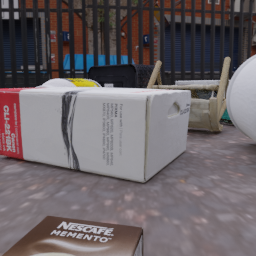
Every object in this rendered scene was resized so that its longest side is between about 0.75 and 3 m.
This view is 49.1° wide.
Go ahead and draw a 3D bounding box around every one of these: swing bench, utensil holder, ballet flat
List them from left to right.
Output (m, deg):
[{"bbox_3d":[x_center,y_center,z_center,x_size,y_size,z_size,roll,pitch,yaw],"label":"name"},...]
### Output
[{"bbox_3d":[1.591,-0.814,7.960,2.258,1.472,2.270,6,42,27],"label":"swing bench"},{"bbox_3d":[3.059,-0.462,9.022,0.804,0.804,2.165,-6,16,-30],"label":"ballet flat"},{"bbox_3d":[2.914,-0.406,4.773,1.999,1.999,2.352,2,12,9],"label":"utensil holder"}]

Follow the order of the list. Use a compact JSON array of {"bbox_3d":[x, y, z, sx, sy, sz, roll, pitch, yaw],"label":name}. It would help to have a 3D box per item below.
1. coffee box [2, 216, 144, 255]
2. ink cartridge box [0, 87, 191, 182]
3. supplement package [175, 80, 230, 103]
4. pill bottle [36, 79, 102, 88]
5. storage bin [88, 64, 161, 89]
[{"bbox_3d":[-0.375,0.900,1.240,0.679,0.473,1.188,2,10,14],"label":"coffee box"},{"bbox_3d":[-0.544,-0.112,5.038,2.888,1.209,2.084,5,11,27],"label":"ink cartridge box"},{"bbox_3d":[3.420,-1.231,11.265,2.471,1.370,1.924,-9,13,-40],"label":"supplement package"},{"bbox_3d":[-1.648,-0.672,7.817,1.405,1.405,2.498,3,10,16],"label":"pill bottle"},{"bbox_3d":[-0.224,-1.448,10.910,1.338,1.929,2.854,-9,13,-43],"label":"storage bin"}]
